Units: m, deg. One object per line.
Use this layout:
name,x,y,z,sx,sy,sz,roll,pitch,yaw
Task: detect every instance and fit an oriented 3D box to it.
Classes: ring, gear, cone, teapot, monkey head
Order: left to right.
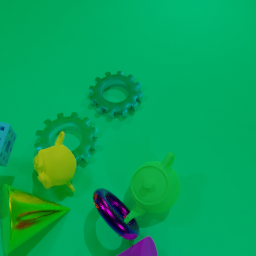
cone,-2.037,1.966,6.450,1.487,1.482,1.482,1,55,-32
monkey head,-1.794,0.881,6.840,0.931,1.111,1.545,-14,103,-29
gear,-1.664,0.344,7.650,1.675,0.310,1.675,0,59,0
gear,-0.367,-1.028,8.472,1.587,0.293,1.587,0,59,0
ring,-0.256,1.872,6.164,0.272,1.361,1.361,-44,67,2
cone,-0.044,2.914,5.952,1.113,1.109,1.109,-11,57,21
teapot,0.536,1.399,6.506,1.205,0.949,1.939,32,88,27

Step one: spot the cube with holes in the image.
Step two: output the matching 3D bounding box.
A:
cube with holes,-2.935,0.310,5.960,0.762,0.762,0.762,13,68,-6
